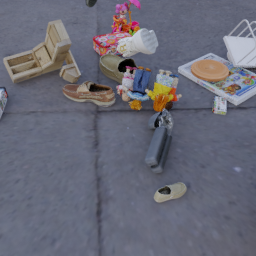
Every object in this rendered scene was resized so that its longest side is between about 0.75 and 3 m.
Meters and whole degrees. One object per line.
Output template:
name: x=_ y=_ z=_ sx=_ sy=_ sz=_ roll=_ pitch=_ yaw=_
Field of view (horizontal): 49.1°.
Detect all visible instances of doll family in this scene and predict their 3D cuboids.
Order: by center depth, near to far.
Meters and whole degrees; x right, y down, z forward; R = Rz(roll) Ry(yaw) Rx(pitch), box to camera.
doll family: x=0.654 y=-1.261 z=9.389 sx=2.306 sy=1.431 sz=1.039 roll=11 pitch=2 yaw=8

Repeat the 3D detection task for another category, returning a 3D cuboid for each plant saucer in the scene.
plant saucer: x=3.225 y=-2.323 z=11.030 sx=1.472 sy=0.238 sz=1.472 roll=-1 pitch=42 yaw=0

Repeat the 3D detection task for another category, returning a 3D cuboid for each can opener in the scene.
can opener: x=0.866 y=0.330 z=8.391 sx=0.804 sy=0.641 sz=2.404 roll=-15 pitch=33 yaw=34

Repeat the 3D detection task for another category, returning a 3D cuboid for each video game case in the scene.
video game case: x=3.727 y=-2.041 z=11.087 sx=2.067 sy=0.260 sz=2.887 roll=-28 pitch=49 yaw=-27

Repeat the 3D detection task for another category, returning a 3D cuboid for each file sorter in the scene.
file sorter: x=5.189 y=-3.344 z=11.132 sx=2.048 sy=1.275 sz=1.421 roll=-4 pitch=69 yaw=-23

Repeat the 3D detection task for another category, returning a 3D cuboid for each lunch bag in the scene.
lunch bag: x=-0.679 y=-3.891 z=12.829 sx=1.760 sy=0.721 sz=1.550 roll=-19 pitch=41 yaw=-20

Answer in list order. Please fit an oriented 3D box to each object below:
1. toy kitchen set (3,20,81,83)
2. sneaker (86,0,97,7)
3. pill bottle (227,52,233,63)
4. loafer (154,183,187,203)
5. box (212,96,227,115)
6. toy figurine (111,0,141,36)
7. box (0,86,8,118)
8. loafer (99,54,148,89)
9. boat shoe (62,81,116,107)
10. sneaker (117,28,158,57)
toy kitchen set: x=-3.148 y=-2.321 z=10.319 sx=2.111 sy=2.339 sz=1.909 roll=-25 pitch=89 yaw=-25
sneaker: x=-0.971 y=-3.390 z=6.795 sx=0.502 sy=0.877 sz=0.335 roll=16 pitch=18 yaw=36
pill bottle: x=4.940 y=-3.344 z=12.171 sx=1.231 sy=0.703 sz=0.703 roll=-34 pitch=52 yaw=-30
loafer: x=1.088 y=1.598 z=7.062 sx=0.912 sy=0.311 sz=0.345 roll=-19 pitch=46 yaw=-19
box: x=3.206 y=-0.801 z=9.812 sx=0.451 sy=0.142 sz=0.819 roll=10 pitch=43 yaw=11
toy figurine: x=-0.143 y=-5.369 z=13.482 sx=2.114 sy=1.946 sz=1.587 roll=-27 pitch=49 yaw=-26
box: x=-5.683 y=-0.729 z=9.474 sx=2.785 sy=0.484 sz=1.533 roll=-3 pitch=43 yaw=-3
loafer: x=-0.173 y=-2.313 z=10.866 sx=1.066 sy=0.945 sz=2.803 roll=-28 pitch=49 yaw=-27
boat shoe: x=-1.394 y=-1.351 z=9.982 sx=2.010 sy=0.722 sz=0.761 roll=11 pitch=44 yaw=12
sneaker: x=0.195 y=-2.531 z=8.714 sx=1.219 sy=0.777 sz=2.110 roll=-15 pitch=13 yaw=19
